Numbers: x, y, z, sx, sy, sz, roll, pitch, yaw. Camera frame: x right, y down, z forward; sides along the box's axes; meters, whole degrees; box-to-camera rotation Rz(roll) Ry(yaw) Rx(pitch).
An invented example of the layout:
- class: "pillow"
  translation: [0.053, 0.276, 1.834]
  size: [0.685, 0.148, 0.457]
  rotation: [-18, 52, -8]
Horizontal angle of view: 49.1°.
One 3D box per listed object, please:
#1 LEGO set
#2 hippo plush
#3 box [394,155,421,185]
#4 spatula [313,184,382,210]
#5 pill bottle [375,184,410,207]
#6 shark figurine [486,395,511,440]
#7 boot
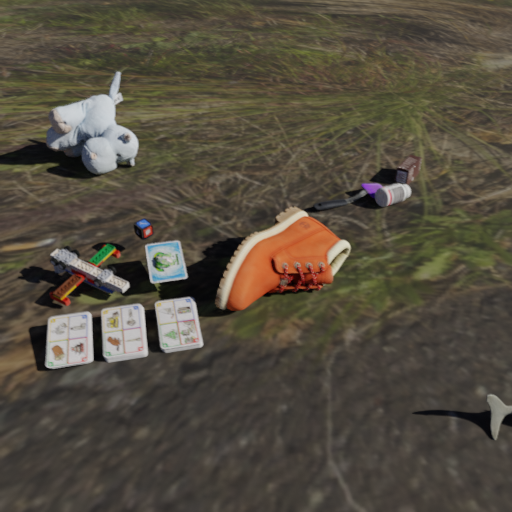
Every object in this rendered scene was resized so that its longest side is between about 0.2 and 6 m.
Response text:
- class: "LEGO set"
  translation: [-2.486, 0.649, 10.308]
  size: [2.508, 0.824, 3.357]
  rotation: [-8, 46, -12]
- class: "hippo plush"
  translation: [-4.130, -3.124, 15.196]
  size: [2.551, 2.032, 2.051]
  rotation: [-37, 78, -22]
- class: "box"
  translation: [3.953, -2.220, 14.559]
  size: [0.359, 0.480, 0.958]
  rotation: [19, 39, 26]
- class: "spatula"
  translation: [2.307, -1.385, 13.507]
  size: [2.167, 0.223, 0.612]
  rotation: [-18, 51, -22]
- class: "pill bottle"
  translation: [3.287, -1.475, 13.415]
  size: [0.831, 0.460, 0.460]
  rotation: [-17, 37, -30]
- class: "shark figurine"
  translation: [4.191, 2.185, 7.635]
  size: [1.938, 0.809, 1.158]
  rotation: [21, 38, 26]
- class: "boot"
  translation: [0.551, 0.230, 10.379]
  size: [1.585, 1.109, 2.957]
  rotation: [33, 50, 21]
